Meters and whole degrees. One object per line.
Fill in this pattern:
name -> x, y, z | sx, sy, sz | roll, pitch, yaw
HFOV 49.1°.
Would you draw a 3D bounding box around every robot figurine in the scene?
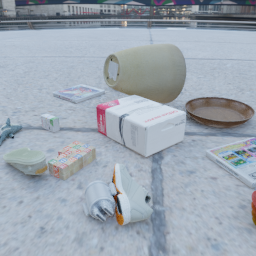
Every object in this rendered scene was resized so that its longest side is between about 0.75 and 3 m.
robot figurine -> -0.698, 1.733, 6.824 | 0.975, 0.649, 1.149 | -35, 30, 1

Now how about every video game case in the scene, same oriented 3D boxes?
video game case -> -2.606, -1.878, 14.964 | 1.888, 0.238, 2.073 | 19, 31, 35
video game case -> 3.957, 1.000, 8.849 | 2.197, 0.260, 2.000 | -12, 28, -22

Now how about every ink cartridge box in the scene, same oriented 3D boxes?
ink cartridge box -> -3.072, -0.205, 11.052 | 0.750, 0.543, 0.315 | 18, 30, 34
ink cartridge box -> 0.438, -0.205, 10.290 | 1.997, 1.164, 2.759 | -20, 30, -35

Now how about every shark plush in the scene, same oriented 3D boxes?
shark plush -> -4.448, 0.172, 10.379 | 0.612, 0.668, 1.470 | 28, 17, -12

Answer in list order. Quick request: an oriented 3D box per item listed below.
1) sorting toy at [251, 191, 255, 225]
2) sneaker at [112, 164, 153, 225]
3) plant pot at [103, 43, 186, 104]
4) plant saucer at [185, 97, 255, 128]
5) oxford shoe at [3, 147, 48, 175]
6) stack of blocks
sorting toy -> 3.579, 1.830, 6.639 | 2.143, 0.880, 1.288 | -1, 38, -30
sneaker -> 0.085, 1.634, 7.114 | 0.896, 0.738, 1.949 | 2, 32, -12
plant pot -> 0.528, -2.455, 12.295 | 2.958, 2.770, 2.770 | -4, 23, -35
plant saucer -> 3.879, -0.657, 12.049 | 2.869, 0.525, 2.869 | 0, 26, 0
oxford shoe -> -3.129, 1.012, 8.477 | 2.207, 0.637, 0.830 | 4, 27, 45
stack of blocks -> -1.776, 0.969, 8.693 | 0.843, 0.429, 1.463 | 15, 30, 29
